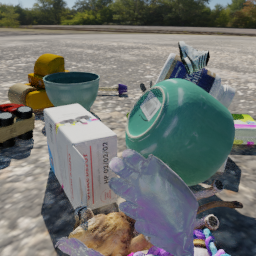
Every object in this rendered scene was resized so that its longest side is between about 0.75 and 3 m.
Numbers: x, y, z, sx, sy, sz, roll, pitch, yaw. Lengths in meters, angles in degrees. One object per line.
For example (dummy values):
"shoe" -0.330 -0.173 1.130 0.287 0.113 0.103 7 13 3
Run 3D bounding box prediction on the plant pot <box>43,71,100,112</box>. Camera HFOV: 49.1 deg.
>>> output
"plant pot" -2.197 -1.331 11.261 2.187 1.465 2.187 0 23 0

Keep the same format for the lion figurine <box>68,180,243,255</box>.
"lion figurine" 0.464 1.664 4.800 2.800 1.715 1.015 6 53 -26

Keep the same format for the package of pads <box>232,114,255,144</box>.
"package of pads" 3.302 -0.002 9.223 1.798 0.613 1.389 2 23 4

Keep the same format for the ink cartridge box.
"ink cartridge box" -1.013 0.676 6.288 0.980 1.663 2.888 -12 26 -26

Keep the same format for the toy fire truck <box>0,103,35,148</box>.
"toy fire truck" -4.349 -0.119 8.987 2.143 1.378 1.886 25 32 26

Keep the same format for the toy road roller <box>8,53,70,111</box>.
"toy road roller" -3.714 -2.078 12.201 1.752 2.082 2.852 20 30 39

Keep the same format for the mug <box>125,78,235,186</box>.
"mug" 0.852 0.051 6.616 1.684 2.237 2.723 29 -27 -28

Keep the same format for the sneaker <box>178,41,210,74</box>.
"sneaker" 1.815 -1.990 7.623 0.710 0.465 1.233 -16 53 6

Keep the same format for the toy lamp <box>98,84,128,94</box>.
"toy lamp" -0.951 -1.942 13.895 1.857 0.541 0.541 0 23 -1

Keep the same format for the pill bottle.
"pill bottle" 2.376 -1.487 10.035 2.621 1.455 1.455 26 25 0

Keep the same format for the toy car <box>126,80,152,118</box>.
"toy car" 0.647 -1.019 10.478 1.157 1.466 1.204 13 26 33

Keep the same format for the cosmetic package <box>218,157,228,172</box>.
"cosmetic package" 2.183 0.582 7.738 1.126 0.692 1.122 8 24 24

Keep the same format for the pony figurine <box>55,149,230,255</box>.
"pony figurine" 0.377 1.911 3.494 2.577 2.223 2.669 33 21 -4
